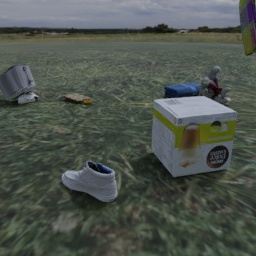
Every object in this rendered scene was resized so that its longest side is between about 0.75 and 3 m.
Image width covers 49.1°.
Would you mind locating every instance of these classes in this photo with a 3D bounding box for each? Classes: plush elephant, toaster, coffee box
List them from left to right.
[{"bbox_3d":[-4.680,-1.848,11.655,1.709,1.104,0.971,-23,3,26],"label":"toaster"},{"bbox_3d":[1.453,0.134,6.541,1.414,1.400,1.416,-6,22,-15],"label":"coffee box"},{"bbox_3d":[3.471,-1.394,11.067,1.210,1.563,1.287,33,46,18],"label":"plush elephant"}]

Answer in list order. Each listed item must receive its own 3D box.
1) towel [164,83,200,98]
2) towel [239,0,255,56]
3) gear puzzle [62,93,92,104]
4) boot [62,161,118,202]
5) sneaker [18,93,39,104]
[{"bbox_3d":[2.623,-1.702,12.770,1.861,0.452,1.039,-11,24,-29],"label":"towel"},{"bbox_3d":[3.850,-3.290,8.885,0.217,1.909,1.371,-9,3,10],"label":"towel"},{"bbox_3d":[-2.053,-1.207,11.883,1.481,0.194,0.767,20,26,36],"label":"gear puzzle"},{"bbox_3d":[-0.781,0.921,5.538,1.363,0.652,0.501,13,24,30],"label":"boot"},{"bbox_3d":[-4.143,-1.219,11.679,0.393,0.364,0.969,20,28,24],"label":"sneaker"}]
